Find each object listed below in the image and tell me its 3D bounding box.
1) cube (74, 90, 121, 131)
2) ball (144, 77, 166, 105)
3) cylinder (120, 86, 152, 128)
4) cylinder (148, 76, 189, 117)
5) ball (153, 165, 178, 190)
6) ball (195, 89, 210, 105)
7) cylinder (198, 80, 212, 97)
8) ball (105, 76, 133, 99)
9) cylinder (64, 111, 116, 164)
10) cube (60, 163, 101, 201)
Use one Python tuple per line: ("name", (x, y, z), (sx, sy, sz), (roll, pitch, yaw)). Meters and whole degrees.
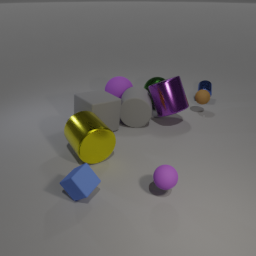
("cube", (-1.278, -0.650, 11.511), (1.400, 1.400, 1.400), (-15, 32, -37))
("ball", (1.457, -1.843, 13.956), (1.400, 1.400, 1.400), (0, 28, 0))
("cylinder", (0.344, -0.936, 12.223), (1.400, 1.400, 1.400), (2, 28, 3))
("cylinder", (1.746, -1.359, 12.029), (1.400, 1.400, 1.400), (-19, 9, 3))
("ball", (1.056, 1.379, 7.862), (0.700, 0.700, 0.700), (0, 28, 0))
("ball", (3.467, -1.438, 13.014), (0.700, 0.700, 0.700), (0, 28, 0))
("cylinder", (3.930, -1.954, 14.332), (0.700, 0.700, 0.700), (6, 51, 11))
("ball", (-0.418, -1.770, 13.452), (1.400, 1.400, 1.400), (0, 28, 0))
("cylinder", (-1.343, 0.303, 9.786), (1.400, 1.400, 1.400), (-15, 35, -27))
("cube", (-1.351, 1.536, 7.948), (0.700, 0.700, 0.700), (-27, 13, 44))
